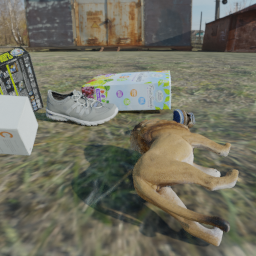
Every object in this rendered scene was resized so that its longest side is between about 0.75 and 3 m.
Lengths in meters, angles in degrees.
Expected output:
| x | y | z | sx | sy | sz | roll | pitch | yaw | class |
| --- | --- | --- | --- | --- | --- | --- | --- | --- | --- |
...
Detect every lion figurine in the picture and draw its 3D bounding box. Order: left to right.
| x | y | z | sx | sy | sz | roll | pitch | yaw | class |
| --- | --- | --- | --- | --- | --- | --- | --- | --- | --- |
| 0.635 | 0.524 | 4.283 | 1.731 | 1.024 | 2.827 | 19 | 13 | 9 | lion figurine |

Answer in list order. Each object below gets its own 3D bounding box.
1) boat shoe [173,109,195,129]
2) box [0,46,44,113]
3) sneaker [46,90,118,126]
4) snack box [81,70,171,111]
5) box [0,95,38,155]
| x | y | z | sx | sy | sz | roll | pitch | yaw | class |
| --- | --- | --- | --- | --- | --- | --- | --- | --- | --- |
| 1.345 | -0.203 | 6.732 | 0.472 | 0.471 | 1.303 | -11 | -10 | 3 | boat shoe |
| -2.832 | -0.870 | 6.610 | 1.399 | 1.746 | 0.387 | -35 | 59 | -27 | box |
| -1.373 | -0.641 | 8.003 | 2.179 | 0.894 | 0.814 | 3 | 31 | 7 | sneaker |
| 0.075 | -1.371 | 10.017 | 2.882 | 0.975 | 2.430 | 0 | 20 | 8 | snack box |
| -1.970 | -0.050 | 3.947 | 1.160 | 0.721 | 0.565 | 4 | 56 | -2 | box |
